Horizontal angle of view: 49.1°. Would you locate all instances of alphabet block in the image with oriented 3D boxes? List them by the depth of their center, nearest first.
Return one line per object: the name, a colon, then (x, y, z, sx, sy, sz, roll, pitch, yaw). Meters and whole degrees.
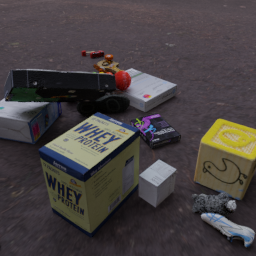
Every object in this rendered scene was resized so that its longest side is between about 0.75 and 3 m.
alphabet block: (2.583, 0.759, 7.142, 1.315, 1.347, 1.322, 19, 38, 27)

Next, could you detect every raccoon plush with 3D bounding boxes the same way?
raccoon plush: (1.844, 1.628, 6.202, 0.769, 1.147, 0.555, 4, 62, 6)

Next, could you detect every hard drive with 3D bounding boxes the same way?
hard drive: (-2.066, -1.193, 8.372, 2.897, 0.548, 2.024, -4, -4, -28)

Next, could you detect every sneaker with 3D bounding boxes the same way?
sneaker: (2.072, 2.137, 5.972, 1.143, 0.411, 0.414, 17, 64, 36)
sneaker: (-0.912, -0.993, 10.401, 1.950, 0.741, 0.885, -2, 29, -5)

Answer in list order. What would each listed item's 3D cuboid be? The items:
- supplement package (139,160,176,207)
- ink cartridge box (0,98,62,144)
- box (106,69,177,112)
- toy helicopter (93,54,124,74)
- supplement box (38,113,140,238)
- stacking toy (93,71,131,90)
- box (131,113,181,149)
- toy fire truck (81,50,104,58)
supplement package: (0.713, 1.341, 6.825, 0.563, 0.732, 0.766, 27, 42, 34)
ink cartridge box: (-3.362, -0.588, 9.557, 1.635, 0.915, 2.396, 10, 36, 11)
box: (0.406, -1.645, 11.526, 2.535, 0.522, 1.976, 27, 43, 36)
toy helicopter: (-0.820, -2.781, 13.135, 1.166, 0.696, 1.764, -27, 45, -32)
supplement box: (-0.748, 0.977, 6.341, 1.252, 1.864, 1.866, 21, 39, 29)
stacking toy: (-1.204, -1.744, 10.756, 2.679, 1.144, 1.144, -7, 33, 7)
box: (0.881, 0.058, 9.187, 1.068, 0.270, 1.494, -15, 38, -21)
toy fire truck: (-1.942, -4.109, 15.474, 1.082, 0.264, 0.763, -18, 37, -25)
